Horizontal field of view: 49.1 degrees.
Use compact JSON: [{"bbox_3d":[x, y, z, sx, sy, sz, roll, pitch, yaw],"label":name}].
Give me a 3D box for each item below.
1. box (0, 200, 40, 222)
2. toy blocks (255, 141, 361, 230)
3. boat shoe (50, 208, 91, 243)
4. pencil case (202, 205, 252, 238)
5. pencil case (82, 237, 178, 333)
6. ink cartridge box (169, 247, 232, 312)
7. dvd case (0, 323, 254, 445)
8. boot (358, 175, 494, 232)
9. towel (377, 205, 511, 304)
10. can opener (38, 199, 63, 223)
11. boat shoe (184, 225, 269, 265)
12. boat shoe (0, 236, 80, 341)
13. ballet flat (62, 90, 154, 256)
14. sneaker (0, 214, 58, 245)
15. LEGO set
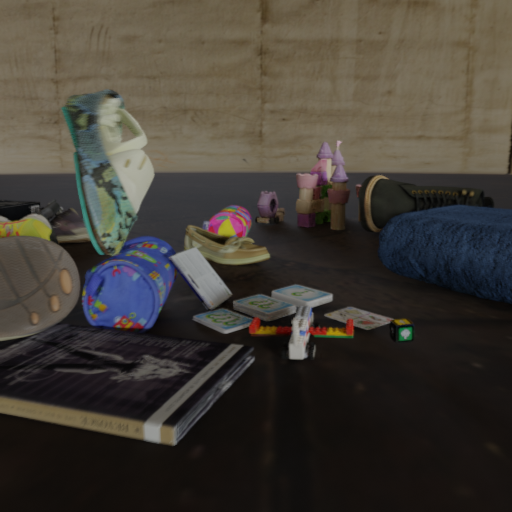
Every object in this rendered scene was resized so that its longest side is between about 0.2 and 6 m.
[{"bbox_3d":[-5.575,-0.848,12.083,1.066,0.596,1.510,7,12,17],"label":"box"},{"bbox_3d":[1.432,-1.734,13.191,2.288,1.926,2.138,7,13,31],"label":"toy blocks"},{"bbox_3d":[-3.403,-0.565,10.368,1.954,0.633,0.703,-5,7,-25],"label":"boat shoe"},{"bbox_3d":[-0.475,-0.500,9.969,0.747,0.747,1.691,1,10,5],"label":"pencil case"},{"bbox_3d":[-1.273,0.241,5.839,0.802,0.721,1.847,27,8,-7],"label":"pencil case"},{"bbox_3d":[-0.629,0.262,6.108,0.146,0.718,0.720,-39,-4,18],"label":"ink cartridge box"},{"bbox_3d":[-1.150,0.857,4.170,1.936,0.155,1.440,3,11,18],"label":"dvd case"},{"bbox_3d":[3.459,-1.100,11.320,2.056,1.152,2.973,3,12,33],"label":"boot"},{"bbox_3d":[3.400,0.105,6.131,2.146,0.933,3.844,-9,15,-38],"label":"towel"},{"bbox_3d":[-4.633,-0.805,12.487,0.741,0.591,2.216,-34,16,-5],"label":"can opener"},{"bbox_3d":[-0.496,-0.172,8.734,1.573,0.495,0.574,8,14,38],"label":"boat shoe"},{"bbox_3d":[-2.912,0.464,4.596,2.784,1.037,1.020,-4,-8,-22],"label":"boat shoe"},{"bbox_3d":[-1.468,-0.997,5.720,0.858,0.858,2.312,-5,50,-25],"label":"ballet flat"},{"bbox_3d":[-3.891,-0.199,8.690,1.875,0.733,0.847,2,22,27],"label":"sneaker"},{"bbox_3d":[0.475,0.506,5.320,1.455,0.478,1.948,-12,16,-35],"label":"LEGO set"}]
